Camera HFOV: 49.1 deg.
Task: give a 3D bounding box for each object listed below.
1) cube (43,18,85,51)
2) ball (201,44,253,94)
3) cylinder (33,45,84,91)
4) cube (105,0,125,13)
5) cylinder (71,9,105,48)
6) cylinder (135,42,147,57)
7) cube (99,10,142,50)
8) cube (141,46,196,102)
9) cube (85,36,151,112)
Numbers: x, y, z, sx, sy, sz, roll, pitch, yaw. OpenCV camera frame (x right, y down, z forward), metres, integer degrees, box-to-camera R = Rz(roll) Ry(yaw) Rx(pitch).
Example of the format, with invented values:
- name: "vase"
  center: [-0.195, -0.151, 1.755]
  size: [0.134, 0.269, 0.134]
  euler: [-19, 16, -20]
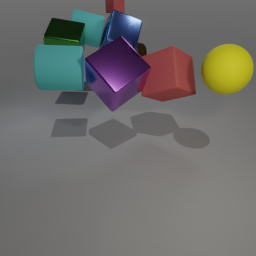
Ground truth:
- name: "cube"
  center: [-2.590, -3.491, 11.629]
  size: [1.400, 1.400, 1.400]
  euler: [8, 51, -4]
- name: "ball"
  center: [2.803, -1.661, 7.970]
  size: [1.400, 1.400, 1.400]
  euler: [0, 29, 0]
- name: "cylinder"
  center: [-2.144, -1.909, 8.948]
  size: [1.400, 1.400, 1.400]
  euler: [0, 29, -5]
- name: "cube"
  center: [-0.652, -6.153, 14.054]
  size: [0.700, 0.700, 0.700]
  euler: [-18, 26, -38]
- name: "cylinder"
  center: [-1.898, -4.531, 12.790]
  size: [1.400, 1.400, 1.400]
  euler: [10, 27, -12]
- name: "cylinder"
  center: [0.027, -3.730, 14.342]
  size: [1.400, 1.400, 1.400]
  euler: [0, 26, -29]
- name: "cube"
  center: [-0.355, -4.171, 12.620]
  size: [1.400, 1.400, 1.400]
  euler: [14, -8, -18]
- name: "cube"
  center: [1.369, -1.800, 9.701]
  size: [1.400, 1.400, 1.400]
  euler: [-10, -10, 37]
- name: "cube"
  center: [-0.358, -1.635, 8.665]
  size: [1.400, 1.400, 1.400]
  euler: [-38, 79, -18]
